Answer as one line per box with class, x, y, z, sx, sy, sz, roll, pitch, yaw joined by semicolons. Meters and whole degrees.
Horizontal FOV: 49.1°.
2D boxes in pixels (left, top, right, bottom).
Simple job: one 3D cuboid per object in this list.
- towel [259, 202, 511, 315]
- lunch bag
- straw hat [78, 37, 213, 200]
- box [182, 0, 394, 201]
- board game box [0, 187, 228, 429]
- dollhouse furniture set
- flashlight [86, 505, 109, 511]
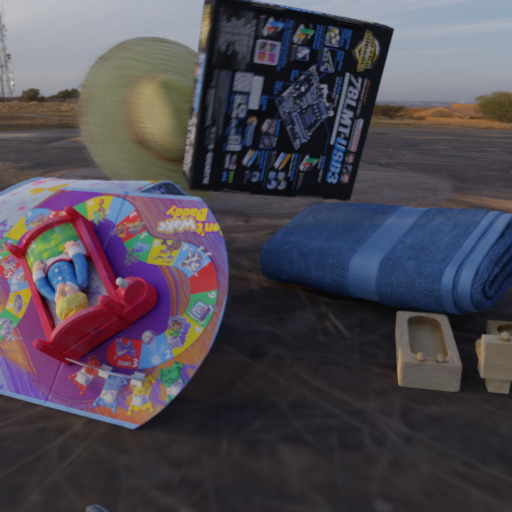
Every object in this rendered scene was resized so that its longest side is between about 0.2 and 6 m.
towel;2.097;-0.007;9.145;3.972;0.964;2.217;9;36;42
lunch bag;-2.797;-0.260;9.054;2.662;1.996;3.140;5;28;20
straw hat;-1.622;-2.795;11.304;3.652;3.652;1.545;-8;7;-25
box;0.490;-2.609;9.776;3.171;3.195;0.794;0;28;-19
board game box;-2.018;0.282;6.269;3.431;2.711;0.668;7;-22;21
dollhouse furniture set;2.832;0.516;6.912;2.033;1.657;1.934;4;17;11
flashlight;-0.686;2.142;3.553;1.468;0.497;0.499;12;23;39
